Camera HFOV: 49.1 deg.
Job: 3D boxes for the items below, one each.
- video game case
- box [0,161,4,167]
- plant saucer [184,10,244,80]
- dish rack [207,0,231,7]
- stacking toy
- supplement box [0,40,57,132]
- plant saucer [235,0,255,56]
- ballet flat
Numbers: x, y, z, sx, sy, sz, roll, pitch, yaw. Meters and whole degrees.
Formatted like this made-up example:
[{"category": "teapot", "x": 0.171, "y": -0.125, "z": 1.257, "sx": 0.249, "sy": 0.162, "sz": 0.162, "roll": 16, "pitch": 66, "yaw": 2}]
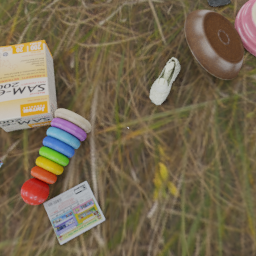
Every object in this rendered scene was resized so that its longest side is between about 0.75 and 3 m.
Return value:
[{"category": "video game case", "x": -1.439, "y": 2.243, "z": 7.504, "sx": 1.298, "sy": 0.143, "sz": 1.181, "roll": -27, "pitch": 71, "yaw": -10}, {"category": "box", "x": -3.896, "y": 1.101, "z": 7.400, "sx": 0.654, "sy": 0.187, "sz": 0.956, "roll": 46, "pitch": 66, "yaw": -21}, {"category": "plant saucer", "x": 2.807, "y": -2.687, "z": 8.626, "sx": 2.458, "sy": 0.450, "sz": 2.458, "roll": 12, "pitch": 65, "yaw": -28}, {"category": "dish rack", "x": 3.227, "y": -4.986, "z": 10.219, "sx": 0.930, "sy": 0.331, "sz": 1.212, "roll": -12, "pitch": 70, "yaw": -4}, {"category": "stacking toy", "x": -2.040, "y": 0.823, "z": 7.609, "sx": 1.121, "sy": 1.121, "sz": 2.626, "roll": 23, "pitch": 74, "yaw": 9}, {"category": "supplement box", "x": -3.074, "y": -1.281, "z": 8.442, "sx": 1.586, "sy": 0.925, "sz": 2.516, "roll": -10, "pitch": 70, "yaw": -3}, {"category": "plant saucer", "x": 5.108, "y": -3.521, "z": 9.401, "sx": 2.806, "sy": 0.711, "sz": 2.806, "roll": -1, "pitch": 69, "yaw": 1}, {"category": "ballet flat", "x": 1.131, "y": -1.524, "z": 8.723, "sx": 0.605, "sy": 0.605, "sz": 1.686, "roll": 24, "pitch": 70, "yaw": 9}]
